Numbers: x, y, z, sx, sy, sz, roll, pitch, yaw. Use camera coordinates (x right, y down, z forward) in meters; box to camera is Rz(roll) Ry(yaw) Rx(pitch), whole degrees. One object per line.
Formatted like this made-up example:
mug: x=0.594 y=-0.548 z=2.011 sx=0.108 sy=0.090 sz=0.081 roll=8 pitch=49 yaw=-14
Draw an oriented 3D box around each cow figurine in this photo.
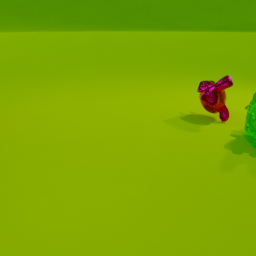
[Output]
cow figurine: x=3.684 y=-0.264 z=7.792 sx=0.928 sy=1.691 sz=1.664 roll=15 pitch=-7 yaw=21

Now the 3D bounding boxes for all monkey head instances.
monkey head: x=3.036 y=-1.156 z=9.496 sx=1.077 sy=1.286 sz=1.787 roll=27 pitch=41 yaw=-47
